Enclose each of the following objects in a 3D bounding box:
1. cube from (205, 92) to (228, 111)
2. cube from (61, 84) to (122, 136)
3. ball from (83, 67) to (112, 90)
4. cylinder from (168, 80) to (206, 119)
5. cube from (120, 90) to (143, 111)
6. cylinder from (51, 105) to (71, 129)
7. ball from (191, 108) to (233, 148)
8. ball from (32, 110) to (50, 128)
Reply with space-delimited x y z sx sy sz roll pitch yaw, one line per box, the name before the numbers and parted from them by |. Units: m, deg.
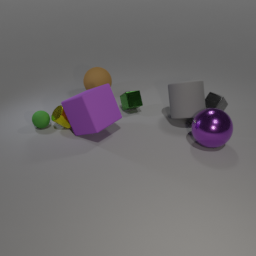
cube | 3.722 -1.005 12.006 0.700 0.700 0.700 32 -3 44
cube | -1.346 -0.671 10.465 1.400 1.400 1.400 -8 19 45
ball | -1.501 -2.308 13.864 1.400 1.400 1.400 0 29 0
cylinder | 2.360 -1.143 11.244 1.400 1.400 1.400 -6 6 1
cube | 0.139 -1.209 12.360 0.700 0.700 0.700 -11 -3 -25
cylinder | -2.519 -0.430 10.988 0.700 0.700 0.700 34 4 -40
ball | 2.928 -0.002 9.770 1.400 1.400 1.400 0 29 0
ball | -3.443 -0.345 11.095 0.700 0.700 0.700 0 29 0
